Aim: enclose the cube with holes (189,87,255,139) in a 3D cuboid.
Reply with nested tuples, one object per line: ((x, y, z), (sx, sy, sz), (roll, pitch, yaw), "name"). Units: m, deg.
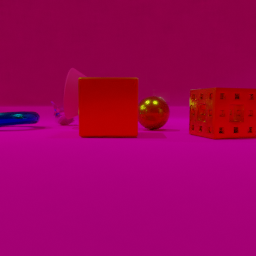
((2.158, -0.354, 6.462), (1.072, 1.072, 1.072), (-1, 5, -17), "cube with holes")

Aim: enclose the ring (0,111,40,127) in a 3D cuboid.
((-3.719, -0.257, 8.577), (1.968, 0.394, 1.968), (-4, 2, 0), "ring")

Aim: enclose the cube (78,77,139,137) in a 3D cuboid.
((-0.420, -0.512, 6.723), (1.314, 1.314, 1.314), (0, 6, 1), "cube")

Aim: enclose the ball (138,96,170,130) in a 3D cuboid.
((0.710, -0.430, 7.996), (0.962, 0.962, 0.962), (0, 5, 0), "ball")

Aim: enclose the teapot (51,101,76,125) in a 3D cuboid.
((-2.254, -0.509, 9.790), (0.767, 0.604, 1.234), (-29, -36, 14), "teapot")

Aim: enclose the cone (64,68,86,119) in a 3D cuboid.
((-1.013, -0.972, 8.736), (1.596, 1.590, 1.590), (7, 5, 0), "cone")
